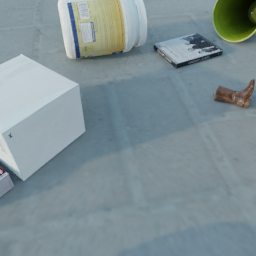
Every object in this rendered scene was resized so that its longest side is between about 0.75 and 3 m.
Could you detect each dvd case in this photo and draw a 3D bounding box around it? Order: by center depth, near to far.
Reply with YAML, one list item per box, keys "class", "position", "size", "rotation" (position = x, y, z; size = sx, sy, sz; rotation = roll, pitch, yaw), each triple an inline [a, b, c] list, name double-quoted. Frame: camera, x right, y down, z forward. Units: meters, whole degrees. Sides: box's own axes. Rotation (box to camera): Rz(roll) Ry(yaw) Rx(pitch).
- class: "dvd case"
  position: [2.265, -2.992, 10.672]
  size: [2.111, 0.261, 1.586]
  rotation: [-20, 48, -19]

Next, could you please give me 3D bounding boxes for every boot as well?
- class: "boot"
  position: [3.247, -1.176, 8.619]
  size: [1.109, 0.356, 1.034]
  rotation: [17, 70, 20]

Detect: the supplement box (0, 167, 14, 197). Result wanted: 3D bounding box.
- class: "supplement box"
  position: [-3.518, 1.054, 6.420]
  size: [1.657, 0.505, 0.902]
  rotation: [28, 51, 27]

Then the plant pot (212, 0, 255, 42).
- class: "plant pot"
  position: [4.900, -4.646, 11.376]
  size: [2.167, 2.028, 2.028]
  rotation: [-22, 48, -39]

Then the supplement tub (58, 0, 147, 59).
- class: "supplement tub"
  position: [-0.918, -3.692, 10.095]
  size: [2.873, 2.074, 2.074]
  rotation: [-10, 46, -10]

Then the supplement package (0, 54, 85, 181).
- class: "supplement package"
  position: [-2.660, -0.373, 7.026]
  size: [2.255, 1.658, 2.156]
  rotation: [29, 52, 26]
